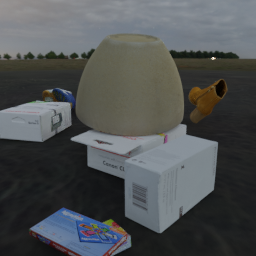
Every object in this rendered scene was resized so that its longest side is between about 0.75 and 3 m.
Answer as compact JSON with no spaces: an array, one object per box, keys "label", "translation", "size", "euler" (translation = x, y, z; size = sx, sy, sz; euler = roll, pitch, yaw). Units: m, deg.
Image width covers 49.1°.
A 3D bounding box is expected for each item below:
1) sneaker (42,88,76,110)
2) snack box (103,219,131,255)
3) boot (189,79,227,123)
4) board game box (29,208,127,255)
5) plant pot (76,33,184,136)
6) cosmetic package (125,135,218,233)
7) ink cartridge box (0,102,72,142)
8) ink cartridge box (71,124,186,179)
[{"label":"sneaker","translation":[-3.213,-1.539,14.175],"size":[1.308,1.117,2.967],"euler":[-11,19,-36]},{"label":"snack box","translation":[-0.422,1.638,4.026],"size":[0.778,0.206,0.553],"euler":[-12,16,-33]},{"label":"boot","translation":[3.000,-1.270,10.405],"size":[0.778,1.582,2.210],"euler":[31,41,-10]},{"label":"board game box","translation":[-0.721,1.497,3.952],"size":[1.295,0.126,0.667],"euler":[7,20,36]},{"label":"plant pot","translation":[0.078,-1.297,7.037],"size":[2.842,1.908,2.842],"euler":[2,27,-1]},{"label":"cosmetic package","translation":[0.849,0.896,5.137],"size":[0.795,1.106,1.959],"euler":[14,22,41]},{"label":"ink cartridge box","translation":[-3.199,-0.300,9.858],"size":[1.616,0.933,2.221],"euler":[4,15,13]},{"label":"ink cartridge box","translation":[0.113,0.488,6.928],"size":[1.618,0.938,2.779],"euler":[11,17,35]}]
